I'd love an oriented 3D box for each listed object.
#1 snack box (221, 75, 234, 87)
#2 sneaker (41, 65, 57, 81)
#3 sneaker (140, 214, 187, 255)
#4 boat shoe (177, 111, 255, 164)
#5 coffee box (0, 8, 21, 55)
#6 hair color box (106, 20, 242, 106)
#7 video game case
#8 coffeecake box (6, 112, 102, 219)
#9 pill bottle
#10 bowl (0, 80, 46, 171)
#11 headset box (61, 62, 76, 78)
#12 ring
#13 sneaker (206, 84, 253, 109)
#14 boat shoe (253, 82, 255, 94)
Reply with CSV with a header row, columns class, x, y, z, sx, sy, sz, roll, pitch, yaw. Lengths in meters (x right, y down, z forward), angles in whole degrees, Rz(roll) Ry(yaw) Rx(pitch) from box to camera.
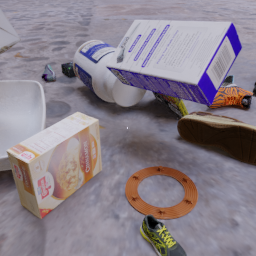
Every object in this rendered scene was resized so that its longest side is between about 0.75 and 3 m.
class,x,y,z,sx,sy,sz,roll,pitch,yaw
snack box,2.940,-1.747,10.491,1.739,0.323,1.010,3,-3,5
sneaker,-3.436,-2.313,11.782,0.538,0.458,1.230,-20,37,-21
sneaker,0.585,1.925,4.876,0.384,0.436,1.031,-26,40,-35
boat shoe,2.751,0.103,7.363,2.808,1.013,1.011,15,35,34
coffee box,-3.839,-1.726,6.419,2.339,0.932,1.338,-20,24,27
hair color box,0.905,-1.572,6.302,2.693,0.873,1.472,23,79,42
video game case,1.114,-1.227,8.934,0.237,1.678,1.856,-39,40,-3
coffeecake box,-1.421,0.709,5.903,0.676,1.421,1.851,21,37,30
pill bottle,-0.637,-1.913,9.854,1.760,1.760,2.940,-16,35,-25
bowl,-3.418,0.033,7.010,2.764,1.033,2.768,-6,46,-9
headset box,-2.386,-2.549,12.192,0.741,0.395,0.851,-19,37,-28
ring,0.731,1.324,6.132,1.592,0.153,1.592,-1,31,0
sneaker,3.516,-1.007,9.379,1.861,0.722,1.042,-23,37,-32
boat shoe,5.107,-1.715,10.670,0.480,0.561,1.533,23,42,20
